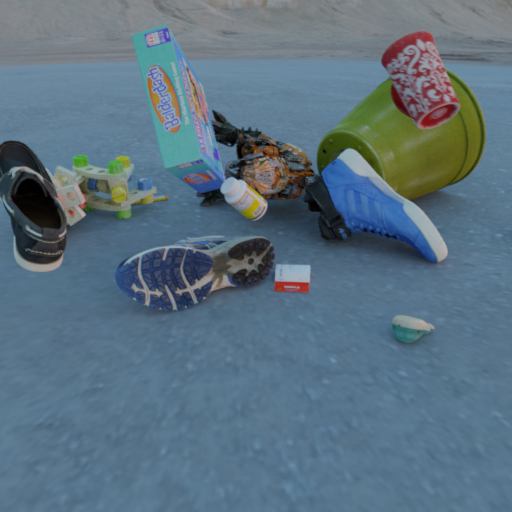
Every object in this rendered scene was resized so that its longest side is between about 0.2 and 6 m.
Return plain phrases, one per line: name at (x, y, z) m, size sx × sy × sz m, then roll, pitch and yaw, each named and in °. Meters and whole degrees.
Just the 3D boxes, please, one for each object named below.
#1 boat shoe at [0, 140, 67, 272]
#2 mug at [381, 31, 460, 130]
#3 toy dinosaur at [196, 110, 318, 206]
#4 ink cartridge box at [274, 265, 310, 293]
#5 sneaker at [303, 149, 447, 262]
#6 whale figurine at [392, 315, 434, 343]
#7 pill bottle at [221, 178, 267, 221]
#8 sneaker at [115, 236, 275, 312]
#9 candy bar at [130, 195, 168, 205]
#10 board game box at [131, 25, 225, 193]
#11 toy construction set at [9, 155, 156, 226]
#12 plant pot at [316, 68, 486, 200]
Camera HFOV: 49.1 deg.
boat shoe at (-3.267, -0.930, 8.153) m, size 0.876 × 0.825 × 2.440 m, roll -8°, pitch 52°, yaw -31°
mug at (2.481, -2.516, 8.351) m, size 0.810 × 1.214 × 1.078 m, roll -22°, pitch -19°, yaw 11°
toy dinosaur at (0.264, -2.049, 14.136) m, size 3.092 × 2.327 × 4.556 m, roll 14°, pitch -6°, yaw 21°
ink cartridge box at (0.688, 0.422, 10.687) m, size 0.672 × 0.198 × 0.839 m, roll 2°, pitch 24°, yaw 5°
sneaker at (2.380, -0.674, 12.039) m, size 1.821 × 1.257 × 3.274 m, roll -41°, pitch 68°, yaw 2°
whale figurine at (2.501, 1.186, 8.940) m, size 0.766 × 0.398 × 0.610 m, roll 10°, pitch 1°, yaw -40°
pill bottle at (-0.219, -0.978, 9.521) m, size 0.821 × 0.448 × 0.448 m, roll 37°, pitch -2°, yaw -39°
sneaker at (-1.198, 0.220, 10.343) m, size 3.014 × 1.161 × 1.284 m, roll -7°, pitch 15°, yaw -32°
candy bar at (-2.856, -1.486, 14.891) m, size 1.049 × 0.116 × 0.261 m, roll -11°, pitch 28°, yaw -21°
board game box at (-1.298, -2.486, 10.300) m, size 0.669 × 2.261 × 2.973 m, roll -14°, pitch -3°, yaw 4°
toy construction set at (-4.114, -1.314, 12.850) m, size 2.529 × 1.777 × 3.857 m, roll 5°, pitch 14°, yaw 10°
plant pot at (3.401, -2.726, 14.352) m, size 3.304 × 3.431 × 3.431 m, roll -32°, pitch 38°, yaw -30°
